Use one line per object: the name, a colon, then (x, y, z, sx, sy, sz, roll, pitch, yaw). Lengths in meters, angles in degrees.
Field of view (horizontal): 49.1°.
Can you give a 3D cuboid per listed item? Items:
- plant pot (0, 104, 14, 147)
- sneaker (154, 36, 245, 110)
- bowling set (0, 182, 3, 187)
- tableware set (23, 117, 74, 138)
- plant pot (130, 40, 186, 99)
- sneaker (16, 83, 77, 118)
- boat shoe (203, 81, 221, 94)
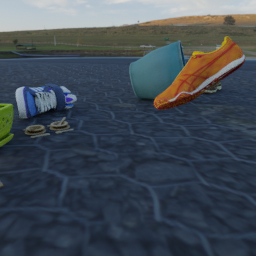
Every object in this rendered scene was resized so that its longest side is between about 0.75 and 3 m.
plant pot: (-3.732, -0.020, 7.310, 1.152, 1.045, 1.146, 2, 18, 7)
sneaker: (1.260, -0.992, 5.358, 1.896, 0.731, 0.692, -34, -10, 2)
bowling set: (-2.858, 1.024, 5.186, 0.861, 0.462, 0.599, 9, 38, 23)
tableware set: (-2.490, -0.054, 8.696, 1.388, 0.278, 0.917, -12, 21, -33)
plant pot: (1.466, -2.427, 13.022, 2.450, 2.608, 2.608, -11, 14, 17)
sneaker: (-2.990, -1.112, 10.666, 2.004, 1.102, 2.736, -7, 13, -8)
boat shoe: (4.557, -2.384, 15.328, 0.769, 0.770, 2.082, 10, 20, 30)
